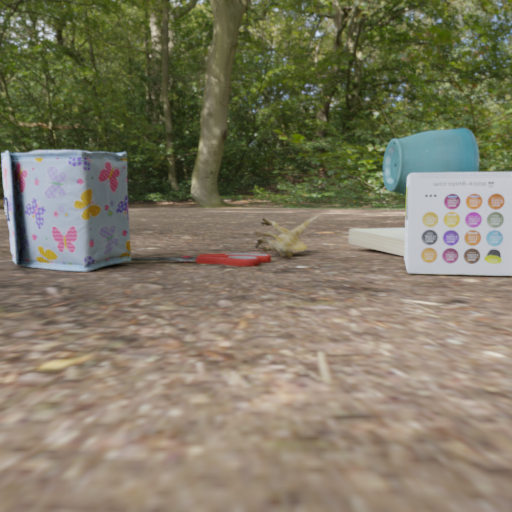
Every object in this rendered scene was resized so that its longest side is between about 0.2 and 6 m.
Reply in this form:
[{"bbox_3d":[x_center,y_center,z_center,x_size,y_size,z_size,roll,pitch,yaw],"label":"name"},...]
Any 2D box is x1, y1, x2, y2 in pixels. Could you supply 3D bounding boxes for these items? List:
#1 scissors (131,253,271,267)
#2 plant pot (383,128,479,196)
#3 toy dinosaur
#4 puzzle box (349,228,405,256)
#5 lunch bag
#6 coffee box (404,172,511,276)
[{"bbox_3d":[-1.001,0.062,9.406,2.465,0.172,0.902,0,8,11],"label":"scissors"},{"bbox_3d":[2.883,-1.513,9.553,1.250,1.331,1.331,1,6,-5],"label":"plant pot"},{"bbox_3d":[0.520,-0.319,10.570,0.988,0.569,1.954,16,26,13],"label":"toy dinosaur"},{"bbox_3d":[3.367,-0.311,11.258,2.525,0.321,1.680,-3,10,-29],"label":"puzzle box"},{"bbox_3d":[-3.183,-0.740,8.842,2.168,1.838,1.378,6,11,28],"label":"lunch bag"},{"bbox_3d":[2.970,-0.499,8.317,1.453,1.439,1.455,1,7,13],"label":"coffee box"}]
